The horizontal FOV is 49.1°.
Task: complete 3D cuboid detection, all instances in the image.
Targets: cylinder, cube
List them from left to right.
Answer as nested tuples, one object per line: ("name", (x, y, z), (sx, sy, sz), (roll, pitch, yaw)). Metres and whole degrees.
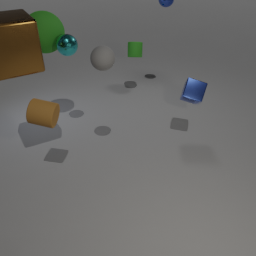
("cube", (-3.212, -2.263, 7.534), (1.400, 1.400, 1.400), (-18, 39, -24))
("cylinder", (-2.308, -0.403, 7.648), (0.700, 0.700, 0.700), (13, 31, 0))
("cylinder", (0.337, -3.734, 13.352), (0.700, 0.700, 0.700), (1, 14, 0))
("cube", (2.309, -1.286, 9.916), (0.700, 0.700, 0.700), (18, -3, 4))

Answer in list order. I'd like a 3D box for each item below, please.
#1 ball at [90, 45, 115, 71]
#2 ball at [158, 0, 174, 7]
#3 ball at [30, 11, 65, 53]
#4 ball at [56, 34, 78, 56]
("ball", (-0.719, -1.974, 7.936), (0.700, 0.700, 0.700), (0, 31, 0))
("ball", (1.692, -5.715, 12.374), (0.700, 0.700, 0.700), (0, 31, 0))
("ball", (-2.898, -3.297, 9.666), (1.400, 1.400, 1.400), (0, 31, 0))
("ball", (-1.998, -2.716, 9.190), (0.700, 0.700, 0.700), (0, 31, 0))
